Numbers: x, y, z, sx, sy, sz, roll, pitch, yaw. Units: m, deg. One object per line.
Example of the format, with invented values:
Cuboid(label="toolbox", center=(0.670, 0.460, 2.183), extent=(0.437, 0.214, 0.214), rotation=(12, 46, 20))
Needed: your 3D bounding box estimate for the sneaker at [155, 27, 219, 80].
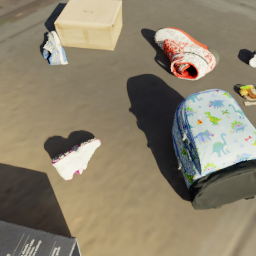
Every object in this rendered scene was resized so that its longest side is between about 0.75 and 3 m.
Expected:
Cuboid(label="sneaker", center=(1.801, -2.747, 10.268), extent=(2.775, 0.927, 1.487), rotation=(34, 55, 22))

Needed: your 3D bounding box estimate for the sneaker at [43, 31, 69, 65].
Cuboid(label="sneaker", center=(-2.916, -3.055, 10.708), extent=(0.783, 0.708, 1.838), rotation=(-21, 53, -11))

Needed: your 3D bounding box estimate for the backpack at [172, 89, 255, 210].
Cuboid(label="backpack", center=(2.222, 0.347, 7.214), extent=(2.234, 2.105, 2.738), rotation=(-13, 40, -2))

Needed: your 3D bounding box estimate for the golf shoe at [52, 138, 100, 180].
Cuboid(label="golf shoe", center=(-1.302, 0.821, 7.605), extent=(1.578, 0.594, 0.722), rotation=(-31, 99, -41))

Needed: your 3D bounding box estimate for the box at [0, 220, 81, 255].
Cuboid(label="box", center=(-2.461, 3.185, 4.873), extent=(2.511, 1.436, 2.758), rotation=(12, 47, 8))

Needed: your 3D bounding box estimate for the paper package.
Cuboid(label="paper package", center=(-1.486, -4.298, 11.416), extent=(2.253, 1.165, 2.147), rotation=(7, 51, 7))

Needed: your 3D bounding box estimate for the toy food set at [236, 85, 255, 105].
Cuboid(label="toy food set", center=(4.103, -1.183, 9.445), extent=(0.662, 0.192, 0.959), rotation=(-3, 50, -3))

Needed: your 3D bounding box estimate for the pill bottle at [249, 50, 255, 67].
Cuboid(label="pill bottle", center=(4.846, -2.667, 10.548), extent=(0.404, 0.404, 0.761), rotation=(20, 53, 16))
